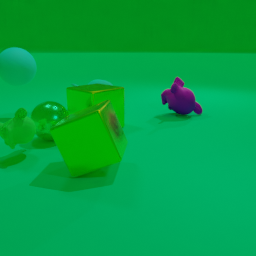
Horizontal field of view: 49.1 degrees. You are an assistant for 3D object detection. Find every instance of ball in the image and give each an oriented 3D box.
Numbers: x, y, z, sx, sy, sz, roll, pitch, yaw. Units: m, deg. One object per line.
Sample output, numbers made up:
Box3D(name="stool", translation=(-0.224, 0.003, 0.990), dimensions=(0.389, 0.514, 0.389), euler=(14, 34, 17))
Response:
Box3D(name="ball", translation=(-2.008, -0.186, 7.237), dimensions=(1.012, 1.012, 1.012), euler=(0, 17, 0))
Box3D(name="ball", translation=(-3.604, -1.973, 9.070), dimensions=(1.219, 1.219, 1.219), euler=(0, 17, 0))

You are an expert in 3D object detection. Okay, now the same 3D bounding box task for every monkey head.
Box3D(name="monkey head", translation=(1.877, -1.152, 9.782), dimensions=(1.845, 1.327, 1.112), euler=(32, -15, -36))
Box3D(name="monkey head", translation=(-2.484, -0.024, 6.129), dimensions=(0.877, 1.219, 0.735), euler=(39, 58, 9))

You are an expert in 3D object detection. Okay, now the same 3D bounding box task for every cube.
Box3D(name="cube", translation=(-0.946, -0.599, 8.281), dimensions=(1.228, 1.228, 1.228), euler=(15, 22, 41))
Box3D(name="cube", translation=(-0.711, 0.175, 5.505), dimensions=(1.033, 1.033, 1.033), euler=(-20, 13, 12))

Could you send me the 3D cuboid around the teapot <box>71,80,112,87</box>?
Box3D(name="teapot", translation=(-1.120, -1.231, 10.021), dimensions=(1.921, 1.195, 0.941), euler=(9, 28, -43))
